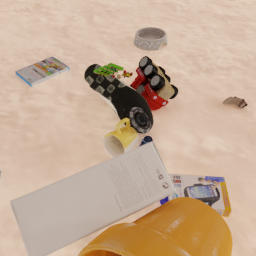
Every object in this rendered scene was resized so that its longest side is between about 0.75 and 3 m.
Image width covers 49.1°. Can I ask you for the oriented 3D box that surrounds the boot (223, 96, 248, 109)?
[{"bbox_3d":[4.001,-0.916,10.358,0.810,0.285,0.592,-23,49,-23],"label":"boot"}]

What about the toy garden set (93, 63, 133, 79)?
[{"bbox_3d":[-0.434,-1.601,8.318,0.841,0.201,1.009,13,-10,-33],"label":"toy garden set"}]

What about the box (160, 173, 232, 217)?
[{"bbox_3d":[1.745,1.758,7.466,1.771,0.367,1.054,4,44,2],"label":"box"}]

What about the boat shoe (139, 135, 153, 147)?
[{"bbox_3d":[0.574,0.655,8.572,0.531,0.433,1.262,6,44,6],"label":"boat shoe"}]

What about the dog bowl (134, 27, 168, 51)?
[{"bbox_3d":[1.143,-4.499,13.992,1.752,0.514,1.752,0,43,0],"label":"dog bowl"}]

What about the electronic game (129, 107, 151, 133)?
[{"bbox_3d":[0.377,-0.247,8.657,0.883,0.184,0.883,24,51,-33],"label":"electronic game"}]

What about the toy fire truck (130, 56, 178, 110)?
[{"bbox_3d":[0.418,-1.350,10.326,1.390,2.161,1.902,25,29,-39],"label":"toy fire truck"}]

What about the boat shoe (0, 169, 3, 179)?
[{"bbox_3d":[-3.792,1.305,7.881,0.458,0.481,1.337,-30,40,-15],"label":"boat shoe"}]

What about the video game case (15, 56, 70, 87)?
[{"bbox_3d":[-3.683,-2.477,12.094,1.883,0.168,1.348,-33,52,-30],"label":"video game case"}]

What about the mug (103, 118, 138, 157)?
[{"bbox_3d":[-0.104,0.319,8.556,0.870,1.087,0.892,50,49,7],"label":"mug"}]

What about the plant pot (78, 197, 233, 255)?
[{"bbox_3d":[0.771,2.604,5.231,2.609,2.609,2.389,28,34,27],"label":"plant pot"}]

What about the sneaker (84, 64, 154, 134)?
[{"bbox_3d":[-0.171,-1.004,9.743,1.095,1.308,2.955,-43,80,5],"label":"sneaker"}]

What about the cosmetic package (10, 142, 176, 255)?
[{"bbox_3d":[-0.676,1.472,5.691,2.852,1.610,1.157,-19,74,-19],"label":"cosmetic package"}]
